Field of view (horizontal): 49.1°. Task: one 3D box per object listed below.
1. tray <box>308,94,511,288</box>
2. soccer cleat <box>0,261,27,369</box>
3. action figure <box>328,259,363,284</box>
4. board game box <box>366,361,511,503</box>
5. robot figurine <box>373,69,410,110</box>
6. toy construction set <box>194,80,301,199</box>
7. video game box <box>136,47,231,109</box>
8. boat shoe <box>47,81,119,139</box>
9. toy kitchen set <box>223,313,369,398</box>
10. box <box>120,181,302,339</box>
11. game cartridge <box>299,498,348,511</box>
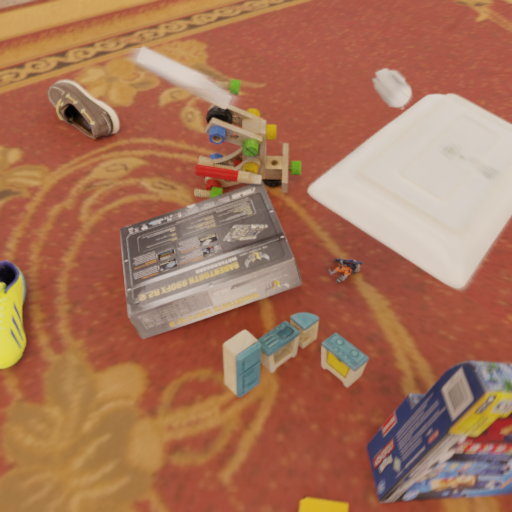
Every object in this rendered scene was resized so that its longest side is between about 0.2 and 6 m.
[{"bbox_3d":[2.427,-1.179,7.124,2.012,0.415,3.747,36,47,16],"label":"tray"},{"bbox_3d":[-4.243,0.941,9.351,0.672,0.870,2.080,-9,44,-10],"label":"soccer cleat"},{"bbox_3d":[1.677,0.257,10.595,0.650,0.352,0.672,-21,19,-30],"label":"action figure"},{"bbox_3d":[3.265,2.207,7.063,2.795,2.796,0.862,7,44,-14],"label":"board game box"},{"bbox_3d":[1.796,-2.196,7.365,0.326,0.490,0.578,-28,70,-18],"label":"robot figurine"},{"bbox_3d":[-0.048,-2.028,11.615,2.134,2.316,2.777,9,34,-2],"label":"toy construction set"},{"bbox_3d":[-1.008,-2.500,7.929,1.065,0.249,0.970,31,12,23],"label":"video game box"},{"bbox_3d":[-4.646,-3.762,14.438,2.571,0.923,0.765,34,49,24],"label":"boat shoe"},{"bbox_3d":[0.614,1.609,8.511,1.758,1.035,1.408,-31,51,-29],"label":"toy kitchen set"},{"bbox_3d":[-0.899,-0.013,10.047,2.917,0.705,2.310,-20,45,-1],"label":"box"},{"bbox_3d":[0.848,3.497,7.165,0.634,0.117,0.719,6,41,7],"label":"game cartridge"}]
